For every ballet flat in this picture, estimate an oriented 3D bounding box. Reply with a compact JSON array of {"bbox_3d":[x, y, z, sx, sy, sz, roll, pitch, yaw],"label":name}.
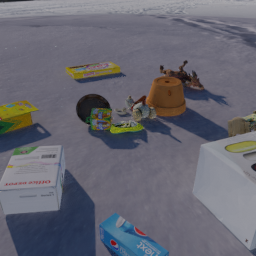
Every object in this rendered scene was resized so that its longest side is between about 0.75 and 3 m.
[{"bbox_3d":[-0.030,-0.069,10.389,1.297,0.435,0.433,-8,29,-15],"label":"ballet flat"}]

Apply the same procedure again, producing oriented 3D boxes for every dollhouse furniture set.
[{"bbox_3d":[3.957,0.319,8.146,2.347,1.305,2.076,-18,16,-30],"label":"dollhouse furniture set"}]

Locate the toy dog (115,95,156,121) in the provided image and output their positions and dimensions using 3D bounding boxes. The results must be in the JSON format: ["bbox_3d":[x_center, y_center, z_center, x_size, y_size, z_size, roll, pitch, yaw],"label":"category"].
[{"bbox_3d":[0.370,-0.994,11.612,1.883,0.907,1.242,25,37,38],"label":"toy dog"}]

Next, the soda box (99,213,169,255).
[{"bbox_3d":[0.085,2.389,5.723,1.487,0.477,0.504,25,37,37],"label":"soda box"}]

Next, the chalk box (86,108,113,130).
[{"bbox_3d":[-1.102,-0.338,10.558,0.984,0.610,0.614,1,46,1],"label":"chalk box"}]

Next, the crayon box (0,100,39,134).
[{"bbox_3d":[-4.718,-0.407,10.879,2.205,0.560,1.400,-21,34,-33],"label":"crayon box"}]

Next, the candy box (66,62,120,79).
[{"bbox_3d":[-2.109,-3.527,16.935,2.977,0.393,1.521,-14,33,-24],"label":"candy box"}]

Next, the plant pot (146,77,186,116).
[{"bbox_3d":[1.645,-1.439,12.066,1.757,1.230,1.757,-1,30,0],"label":"plant pot"}]

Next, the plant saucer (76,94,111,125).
[{"bbox_3d":[-1.374,-0.706,11.110,1.369,0.220,1.369,4,70,-11],"label":"plant saucer"}]

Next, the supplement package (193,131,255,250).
[{"bbox_3d":[3.066,1.276,6.648,2.113,1.554,2.020,-11,30,-23],"label":"supplement package"}]

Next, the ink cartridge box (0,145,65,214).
[{"bbox_3d":[-2.449,1.297,7.423,1.374,0.797,1.897,-3,28,-6],"label":"ink cartridge box"}]

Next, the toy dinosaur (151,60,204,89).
[{"bbox_3d":[2.553,-2.592,14.534,2.617,1.123,1.774,-8,35,-4],"label":"toy dinosaur"}]
